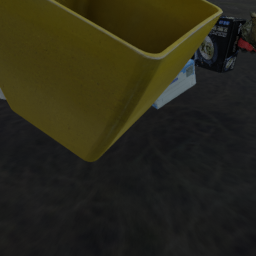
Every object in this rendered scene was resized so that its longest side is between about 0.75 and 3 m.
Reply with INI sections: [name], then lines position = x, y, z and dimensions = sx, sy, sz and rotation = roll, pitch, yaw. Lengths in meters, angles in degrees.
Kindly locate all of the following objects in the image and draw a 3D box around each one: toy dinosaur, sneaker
[toy dinosaur]
position = 2.438, -1.538, 4.833
dimensions = 1.067, 0.574, 2.420
rotation = 33, 25, 8
[sneaker]
position = 4.080, -2.457, 7.440
dimensions = 2.103, 1.027, 0.743
rotation = 13, 38, 19

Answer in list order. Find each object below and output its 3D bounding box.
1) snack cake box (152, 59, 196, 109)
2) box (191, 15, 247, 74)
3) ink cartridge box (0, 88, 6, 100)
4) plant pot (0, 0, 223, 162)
[snack cake box]
position = 0.474, -1.398, 6.593
dimensions = 1.149, 0.671, 1.998
rotation = -35, 47, -15
[box]
position = 2.399, -2.668, 8.541
dimensions = 1.836, 1.503, 0.791
rotation = 30, 36, 36
[ink cartridge box]
position = -2.398, -2.136, 5.870
dimensions = 1.107, 2.615, 1.890
rotation = 9, 41, 34
[plant pot]
position = -0.384, -0.793, 3.165
dimensions = 1.890, 1.667, 1.891
rotation = 33, 42, 11
